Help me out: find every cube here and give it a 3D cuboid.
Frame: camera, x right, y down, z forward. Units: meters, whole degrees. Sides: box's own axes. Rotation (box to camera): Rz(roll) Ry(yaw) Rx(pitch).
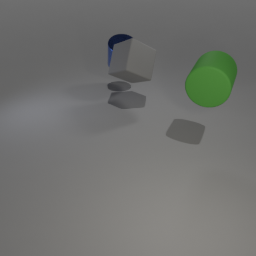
[{"bbox_3d":[0.184,-2.876,12.254,1.400,1.400,1.400,14,-6,-36],"label":"cube"}]

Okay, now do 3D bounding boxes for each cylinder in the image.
[{"bbox_3d":[2.700,-1.592,9.042,1.400,1.400,1.400,13,39,21],"label":"cylinder"},{"bbox_3d":[-0.316,-3.705,14.015,1.400,1.400,1.400,2,58,-3],"label":"cylinder"}]
